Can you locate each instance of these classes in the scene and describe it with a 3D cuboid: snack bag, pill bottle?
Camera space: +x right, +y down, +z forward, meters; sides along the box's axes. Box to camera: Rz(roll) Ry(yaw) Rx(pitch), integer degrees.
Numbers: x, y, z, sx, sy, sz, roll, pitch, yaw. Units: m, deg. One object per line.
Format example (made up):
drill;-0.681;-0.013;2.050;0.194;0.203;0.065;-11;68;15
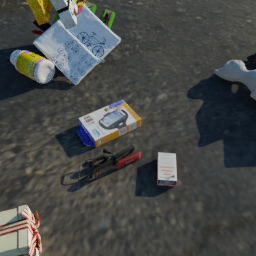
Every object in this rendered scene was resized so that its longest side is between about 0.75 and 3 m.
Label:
snack bag;-1.771;-3.097;10.024;2.444;0.262;2.304;-44;84;-6
pill bottle;-3.450;-2.247;10.001;1.631;0.850;0.850;28;53;25

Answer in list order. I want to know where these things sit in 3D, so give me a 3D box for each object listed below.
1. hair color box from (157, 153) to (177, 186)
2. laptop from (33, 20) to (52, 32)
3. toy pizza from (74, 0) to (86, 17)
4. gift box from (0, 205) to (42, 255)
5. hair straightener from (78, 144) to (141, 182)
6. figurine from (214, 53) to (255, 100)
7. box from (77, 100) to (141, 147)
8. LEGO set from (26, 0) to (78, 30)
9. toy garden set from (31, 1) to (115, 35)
hair color box;1.006;1.068;7.302;0.481;0.277;0.868;4;46;3
laptop;-2.685;-4.097;11.235;1.779;0.919;1.576;-23;20;-21
toy pizza;-1.557;-3.948;8.451;0.231;1.457;1.457;30;53;9
gift box;-2.318;2.236;5.682;1.024;1.097;1.012;-11;53;-12
hair straightener;-0.553;0.892;7.482;1.792;0.367;0.690;-27;52;-17
figurine;4.784;-1.892;9.635;2.772;1.193;2.705;-23;43;-19
box;-0.624;-0.135;8.370;1.786;0.370;1.063;-25;52;-24
LEGO set;-1.834;-3.338;6.125;1.123;1.209;2.946;-18;50;14
toy garden set;-2.171;-3.826;10.431;2.847;0.568;2.373;19;82;-6
